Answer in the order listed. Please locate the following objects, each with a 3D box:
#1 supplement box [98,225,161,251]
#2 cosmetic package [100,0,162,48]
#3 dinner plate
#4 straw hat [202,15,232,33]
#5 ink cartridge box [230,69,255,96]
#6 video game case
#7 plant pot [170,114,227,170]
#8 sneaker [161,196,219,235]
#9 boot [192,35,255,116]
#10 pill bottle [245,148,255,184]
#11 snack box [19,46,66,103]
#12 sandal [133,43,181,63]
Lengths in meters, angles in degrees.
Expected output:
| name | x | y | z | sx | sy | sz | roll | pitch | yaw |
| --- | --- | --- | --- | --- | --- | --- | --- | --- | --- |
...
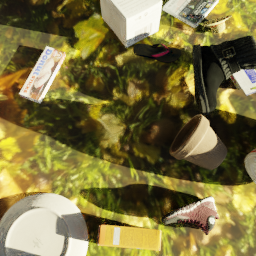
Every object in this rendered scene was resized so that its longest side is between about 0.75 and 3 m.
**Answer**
| name | x | y | z | sx | sy | sz | roll | pitch | yaw |
| --- | --- | --- | --- | --- | --- | --- | --- | --- | --- |
| supplement box | 0.050 | 3.297 | 8.428 | 1.848 | 0.615 | 0.636 | 3 | 69 | 2 |
| cosmetic package | 0.070 | -4.669 | 11.032 | 1.632 | 1.634 | 1.980 | -32 | 72 | -12 |
| dinner plate | -2.710 | 3.456 | 8.532 | 2.951 | 0.358 | 2.951 | 0 | 69 | 1 |
| straw hat | 3.665 | -4.142 | 11.415 | 1.186 | 1.186 | 0.502 | -25 | 113 | -10 |
| ink cartridge box | 4.373 | -2.087 | 10.714 | 0.885 | 0.347 | 1.869 | -21 | 68 | -7 |
| video game case | 2.700 | -5.310 | 12.065 | 1.688 | 0.217 | 1.857 | 35 | 72 | 13 |
| plant pot | 2.394 | 0.586 | 9.135 | 1.415 | 1.623 | 1.623 | 35 | 72 | -5 |
| sneaker | 2.002 | 2.865 | 8.581 | 1.801 | 0.681 | 1.040 | -19 | 72 | -8 |
| boot | 3.520 | -1.936 | 9.965 | 2.298 | 1.157 | 3.074 | -3 | 68 | 12 |
| pill bottle | 5.334 | 0.781 | 8.900 | 2.855 | 1.602 | 1.602 | -30 | 71 | -11 |
| snack box | -3.238 | -2.067 | 10.732 | 0.821 | 0.277 | 2.282 | 19 | 70 | 7 |
| sandal | 1.152 | -3.031 | 11.035 | 1.910 | 0.430 | 0.717 | 10 | 69 | 4 |
